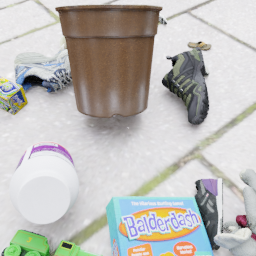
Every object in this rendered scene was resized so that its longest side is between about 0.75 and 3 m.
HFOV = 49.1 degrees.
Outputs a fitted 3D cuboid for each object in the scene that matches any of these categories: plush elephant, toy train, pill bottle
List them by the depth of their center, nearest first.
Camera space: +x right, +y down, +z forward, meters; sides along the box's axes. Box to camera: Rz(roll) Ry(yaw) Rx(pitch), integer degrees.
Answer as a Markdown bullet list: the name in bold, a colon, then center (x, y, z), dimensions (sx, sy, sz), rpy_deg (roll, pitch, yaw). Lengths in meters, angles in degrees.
- **toy train**: center (-1.172, 2.778, 5.717), dimensions (2.813, 0.587, 0.793), rpy_deg (14, 33, 6)
- **plush elephant**: center (2.627, 2.126, 5.849), dimensions (1.473, 1.567, 1.902), rpy_deg (-37, 15, 14)
- **pill bottle**: center (-1.740, 1.095, 5.941), dimensions (1.307, 1.307, 2.324), rpy_deg (-15, 12, -12)

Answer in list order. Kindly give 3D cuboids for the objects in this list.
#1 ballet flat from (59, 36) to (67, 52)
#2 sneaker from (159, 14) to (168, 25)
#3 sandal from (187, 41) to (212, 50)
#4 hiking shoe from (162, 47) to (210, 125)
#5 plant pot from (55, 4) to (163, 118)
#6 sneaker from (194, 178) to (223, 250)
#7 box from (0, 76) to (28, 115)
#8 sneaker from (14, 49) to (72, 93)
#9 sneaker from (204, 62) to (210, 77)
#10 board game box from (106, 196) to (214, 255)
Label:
- **ballet flat**: center (-2.161, -3.146, 10.525), dimensions (0.919, 0.828, 2.441), rpy_deg (-21, 45, 12)
- **sneaker**: center (1.485, -4.684, 12.004), dimensions (0.323, 0.300, 0.798), rpy_deg (-18, 53, -25)
- **sandal**: center (2.771, -3.228, 10.821), dimensions (0.931, 0.251, 0.374), rpy_deg (12, 52, 10)
- **hiking shoe**: center (1.782, -1.252, 8.818), dimensions (1.370, 1.031, 2.722), rpy_deg (-8, 59, 21)
- **plant pot**: center (-0.488, -1.858, 7.724), dimensions (2.765, 2.737, 2.765), rpy_deg (0, 21, 0)
- **sneaker**: center (1.812, 1.944, 6.488), dimensions (0.747, 0.646, 1.707), rpy_deg (1, 45, 17)
- **box**: center (-4.257, -1.241, 8.885), dimensions (2.116, 0.741, 0.680), rpy_deg (24, 55, 18)
- **sneaker**: center (-2.280, -1.744, 9.229), dimensions (2.996, 1.154, 1.276), rpy_deg (-6, 61, 5)
- **sneaker**: center (2.228, -1.909, 9.629), dimensions (1.275, 0.483, 0.586), rpy_deg (-14, 56, -10)
- **board game box**: center (0.726, 2.650, 5.444), dimensions (2.013, 0.595, 2.647), rpy_deg (5, 48, -21)
